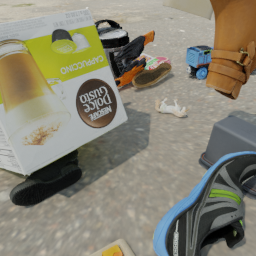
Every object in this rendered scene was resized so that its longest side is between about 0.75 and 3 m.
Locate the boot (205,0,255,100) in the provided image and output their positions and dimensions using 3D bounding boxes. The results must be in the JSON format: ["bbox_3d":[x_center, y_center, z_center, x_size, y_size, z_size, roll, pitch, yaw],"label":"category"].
[{"bbox_3d":[2.038,-1.800,5.764,2.621,2.028,0.966,20,10,-34],"label":"boot"}]

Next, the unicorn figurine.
[{"bbox_3d":[1.482,-0.659,9.255,1.216,0.449,0.835,-6,40,18],"label":"unicorn figurine"}]

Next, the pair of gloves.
[{"bbox_3d":[0.168,-2.406,10.270,1.967,2.208,0.273,-38,70,-27],"label":"pair of gloves"}]

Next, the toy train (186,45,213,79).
[{"bbox_3d":[3.475,-2.868,11.837,2.265,1.294,0.982,-14,35,-20],"label":"toy train"}]

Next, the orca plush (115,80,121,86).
[{"bbox_3d":[-1.174,-1.455,9.958,2.563,1.348,0.911,0,-14,41],"label":"orca plush"}]

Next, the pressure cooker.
[{"bbox_3d":[-0.959,-3.032,11.094,2.115,2.367,2.082,-5,31,-8],"label":"pressure cooker"}]

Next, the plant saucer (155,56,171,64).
[{"bbox_3d":[1.575,-3.206,13.369,0.925,0.235,0.925,1,33,0],"label":"plant saucer"}]

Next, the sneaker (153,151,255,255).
[{"bbox_3d":[1.709,1.511,5.216,1.184,1.013,2.857,32,56,33],"label":"sneaker"}]

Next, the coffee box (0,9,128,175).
[{"bbox_3d":[-2.147,-0.793,6.524,2.718,2.692,2.722,-29,17,-37],"label":"coffee box"}]

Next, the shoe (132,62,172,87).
[{"bbox_3d":[0.981,-2.045,11.353,2.100,0.561,0.734,-30,68,-32],"label":"shoe"}]

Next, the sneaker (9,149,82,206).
[{"bbox_3d":[-1.851,1.030,6.438,1.946,0.584,1.015,-19,37,-35],"label":"sneaker"}]

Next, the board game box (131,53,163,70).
[{"bbox_3d":[0.798,-2.949,12.831,1.078,0.338,2.257,-26,38,-24],"label":"board game box"}]

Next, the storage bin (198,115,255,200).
[{"bbox_3d":[2.609,0.585,6.509,1.316,1.215,1.809,-22,38,-31],"label":"storage bin"}]

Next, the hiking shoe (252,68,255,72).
[{"bbox_3d":[4.928,-3.235,12.572,0.846,1.125,2.235,-17,36,-24],"label":"hiking shoe"}]

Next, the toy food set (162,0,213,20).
[{"bbox_3d":[2.290,-4.756,9.880,1.901,1.364,0.574,13,18,-8],"label":"toy food set"}]

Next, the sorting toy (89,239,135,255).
[{"bbox_3d":[-0.297,2.412,4.561,1.147,0.209,1.062,-17,36,-25],"label":"sorting toy"}]
